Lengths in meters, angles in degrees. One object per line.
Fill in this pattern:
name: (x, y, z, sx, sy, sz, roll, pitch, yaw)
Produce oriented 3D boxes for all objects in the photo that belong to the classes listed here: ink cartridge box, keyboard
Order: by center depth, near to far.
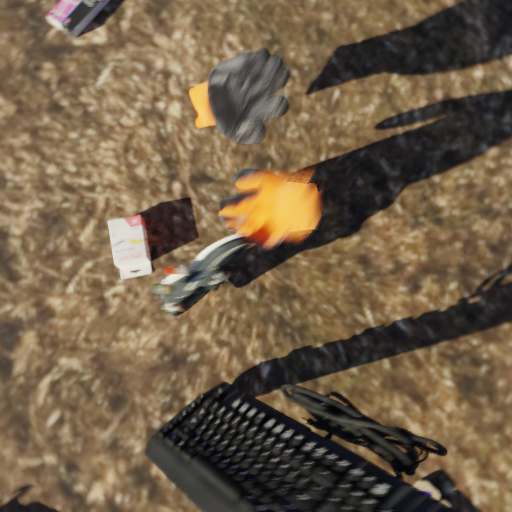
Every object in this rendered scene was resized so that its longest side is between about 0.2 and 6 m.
keyboard: (0.447, 2.655, 7.698, 2.607, 5.008, 0.992, -32, 118, -30)
ink cartridge box: (-2.307, -0.155, 10.285, 0.617, 0.357, 1.059, -12, 79, -2)
ink cartridge box: (-3.517, -5.111, 11.365, 0.650, 0.255, 1.373, 37, 78, 7)

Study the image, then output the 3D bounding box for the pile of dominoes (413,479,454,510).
pile of dominoes: (2.582, 6.047, 8.906, 2.925, 0.598, 3.753, 43, 82, 8)

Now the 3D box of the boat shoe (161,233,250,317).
boat shoe: (-0.799, 0.329, 9.450, 2.022, 0.764, 0.610, -37, 70, 31)

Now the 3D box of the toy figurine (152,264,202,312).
toy figurine: (-1.286, 0.544, 9.232, 0.680, 0.480, 0.690, -53, 125, -37)

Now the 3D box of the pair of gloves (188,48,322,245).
pair of gloves: (-0.067, -1.674, 9.170, 0.381, 2.744, 3.080, -18, 100, -34)
